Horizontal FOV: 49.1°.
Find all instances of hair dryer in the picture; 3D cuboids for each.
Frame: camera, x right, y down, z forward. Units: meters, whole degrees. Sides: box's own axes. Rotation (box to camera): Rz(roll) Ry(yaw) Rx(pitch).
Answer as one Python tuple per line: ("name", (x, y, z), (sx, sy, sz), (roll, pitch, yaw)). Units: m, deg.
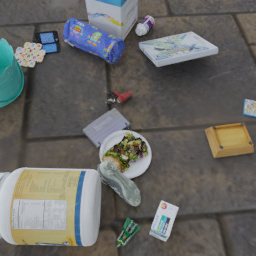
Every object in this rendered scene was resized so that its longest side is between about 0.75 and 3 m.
("hair dryer", (-0.383, -1.347, 11.291), (1.128, 0.307, 0.859), (-2, 54, -3))

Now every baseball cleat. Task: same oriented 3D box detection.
("baseball cleat", (-0.324, 1.839, 9.265), (0.634, 0.967, 1.817), (-40, 96, -34))

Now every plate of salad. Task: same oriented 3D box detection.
("plate of salad", (-0.077, 0.864, 9.856), (1.843, 0.443, 1.843), (2, 62, -3))

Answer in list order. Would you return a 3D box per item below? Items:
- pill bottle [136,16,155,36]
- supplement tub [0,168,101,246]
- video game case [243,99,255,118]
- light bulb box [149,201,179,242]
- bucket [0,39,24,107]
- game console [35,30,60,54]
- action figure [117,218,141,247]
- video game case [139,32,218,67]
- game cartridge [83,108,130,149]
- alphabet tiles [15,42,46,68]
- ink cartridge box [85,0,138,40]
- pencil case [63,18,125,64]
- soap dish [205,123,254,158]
("pill bottle", (0.789, -4.805, 13.226), (0.561, 0.561, 0.998), (31, 64, 17))
("supplement tub", (-2.341, 2.240, 8.112), (2.960, 2.141, 2.141), (1, 59, 1))
("video game case", (5.129, -0.721, 11.069), (1.062, 0.095, 0.760), (14, 60, 8))
("light bulb box", (1.082, 2.822, 8.481), (0.574, 0.920, 0.911), (20, 62, 12))
("bucket", (-5.458, -2.103, 10.963), (2.610, 1.698, 2.610), (0, 60, 0))
("game console", (-3.643, -3.875, 12.678), (1.014, 0.865, 0.600), (-8, 33, -5))
("action figure", (-0.050, 3.280, 8.622), (0.524, 0.243, 0.887), (33, 68, 14))
("video game case", (2.073, -3.456, 12.045), (2.656, 0.292, 2.421), (-15, 36, -8))
("game cartridge", (-0.810, -0.012, 10.559), (1.552, 0.298, 1.006), (-36, 62, -19))
("alphabet tiles", (-4.403, -3.273, 12.551), (1.336, 0.098, 1.307), (8, 67, 5))
("ink cartridge box", (-0.683, -5.546, 12.580), (1.763, 2.414, 1.771), (22, 62, 14))
("pencil case", (-1.574, -3.800, 12.249), (2.871, 1.120, 1.247), (28, 69, 18))
("soap dish", (3.673, 0.403, 10.105), (1.476, 0.600, 1.161), (-7, 60, -3))
